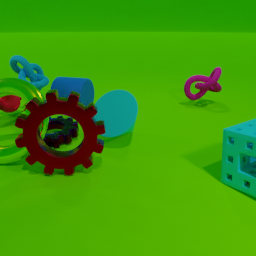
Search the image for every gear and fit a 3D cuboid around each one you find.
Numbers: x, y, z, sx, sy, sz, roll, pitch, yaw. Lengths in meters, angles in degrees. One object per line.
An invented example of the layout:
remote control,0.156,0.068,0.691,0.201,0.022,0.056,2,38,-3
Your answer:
gear,-1.358,0.118,5.724,1.764,1.764,0.326,-2,20,-5
gear,-2.084,0.092,7.693,1.422,0.263,1.422,-2,28,1

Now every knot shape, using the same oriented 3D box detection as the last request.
knot shape,2.976,-1.633,10.648,1.561,0.721,1.460,-29,-20,28
knot shape,-3.213,-1.761,9.436,1.454,0.672,1.361,46,6,9

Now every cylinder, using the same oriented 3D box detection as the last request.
cylinder,-1.959,-1.203,9.983,1.176,1.176,1.176,6,22,16

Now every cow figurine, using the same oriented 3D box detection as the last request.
cow figurine,-3.828,-0.935,8.878,1.651,0.906,1.624,35,-4,31

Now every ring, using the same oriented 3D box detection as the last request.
ring,-2.820,-0.188,6.508,2.042,2.042,0.408,4,-10,9

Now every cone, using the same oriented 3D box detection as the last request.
cone,-0.118,-0.147,7.698,1.330,1.330,1.335,12,-16,28

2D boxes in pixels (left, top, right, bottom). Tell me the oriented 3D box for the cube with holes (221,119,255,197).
cube with holes,2.628,0.561,5.355,1.134,1.134,1.134,-14,20,-32

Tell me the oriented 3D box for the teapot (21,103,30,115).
teapot,-2.952,-0.537,8.605,0.736,0.580,1.184,-49,22,-15
